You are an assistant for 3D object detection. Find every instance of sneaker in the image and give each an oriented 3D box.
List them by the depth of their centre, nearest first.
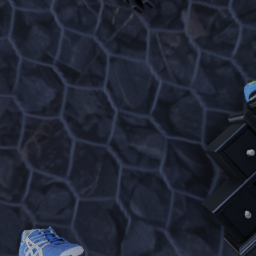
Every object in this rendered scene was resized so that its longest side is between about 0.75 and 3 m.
[{"bbox_3d":[-2.179,3.181,7.341,2.779,1.052,1.070,-22,69,39],"label":"sneaker"},{"bbox_3d":[4.670,-1.032,8.253,2.422,0.859,1.003,-9,100,2],"label":"sneaker"}]

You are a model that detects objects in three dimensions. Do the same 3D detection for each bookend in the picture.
[{"bbox_3d":[3.062,1.456,7.849,2.788,1.292,2.805,-41,88,-1],"label":"bookend"}]

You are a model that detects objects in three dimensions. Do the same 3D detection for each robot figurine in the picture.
[{"bbox_3d":[0.268,-4.362,8.154,1.357,1.127,1.806,-10,88,-11],"label":"robot figurine"}]
